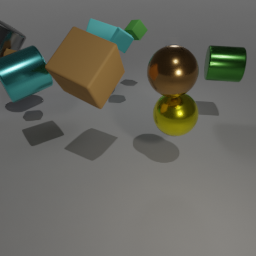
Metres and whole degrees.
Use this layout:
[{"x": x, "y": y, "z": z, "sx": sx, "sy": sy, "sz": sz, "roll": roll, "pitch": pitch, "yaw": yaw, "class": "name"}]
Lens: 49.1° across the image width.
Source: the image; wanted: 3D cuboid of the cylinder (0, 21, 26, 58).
[{"x": -5.024, "y": -3.392, "z": 11.162, "sx": 1.400, "sy": 1.400, "sz": 1.400, "roll": 31, "pitch": 10, "yaw": -6, "class": "cylinder"}]

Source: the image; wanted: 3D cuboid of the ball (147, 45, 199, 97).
[{"x": 1.223, "y": -1.551, "z": 7.695, "sx": 1.400, "sy": 1.400, "sz": 1.400, "roll": 0, "pitch": 30, "yaw": 0, "class": "ball"}]

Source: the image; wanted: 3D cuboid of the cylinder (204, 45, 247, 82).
[{"x": 3.941, "y": -2.625, "z": 11.481, "sx": 1.400, "sy": 1.400, "sz": 1.400, "roll": 5, "pitch": 30, "yaw": 7, "class": "cylinder"}]

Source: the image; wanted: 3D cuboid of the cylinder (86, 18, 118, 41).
[{"x": -1.276, "y": -4.210, "z": 13.126, "sx": 1.400, "sy": 1.400, "sz": 1.400, "roll": 16, "pitch": 29, "yaw": -9, "class": "cylinder"}]

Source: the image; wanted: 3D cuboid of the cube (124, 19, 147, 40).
[{"x": 0.383, "y": -4.812, "z": 13.770, "sx": 0.700, "sy": 0.700, "sz": 0.700, "roll": 24, "pitch": 76, "yaw": 51, "class": "cube"}]

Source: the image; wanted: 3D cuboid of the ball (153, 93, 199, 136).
[{"x": 1.476, "y": -0.438, "z": 8.710, "sx": 1.400, "sy": 1.400, "sz": 1.400, "roll": 0, "pitch": 30, "yaw": 0, "class": "ball"}]

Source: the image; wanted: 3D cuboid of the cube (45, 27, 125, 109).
[{"x": -1.107, "y": -1.612, "z": 7.709, "sx": 1.400, "sy": 1.400, "sz": 1.400, "roll": 27, "pitch": 78, "yaw": 16, "class": "cube"}]

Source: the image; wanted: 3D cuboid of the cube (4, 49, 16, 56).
[{"x": -4.215, "y": -2.444, "z": 10.363, "sx": 0.700, "sy": 0.700, "sz": 0.700, "roll": 6, "pitch": -2, "yaw": -30, "class": "cube"}]

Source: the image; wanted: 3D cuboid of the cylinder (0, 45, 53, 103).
[{"x": -3.338, "y": -1.716, "z": 8.915, "sx": 1.400, "sy": 1.400, "sz": 1.400, "roll": -29, "pitch": 39, "yaw": -19, "class": "cylinder"}]

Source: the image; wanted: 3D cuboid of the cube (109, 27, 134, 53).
[{"x": -0.274, "y": -3.654, "z": 11.629, "sx": 0.700, "sy": 0.700, "sz": 0.700, "roll": 28, "pitch": 20, "yaw": -22, "class": "cube"}]
